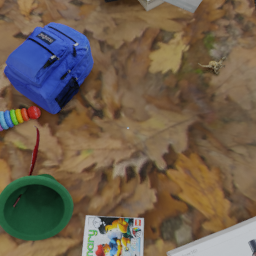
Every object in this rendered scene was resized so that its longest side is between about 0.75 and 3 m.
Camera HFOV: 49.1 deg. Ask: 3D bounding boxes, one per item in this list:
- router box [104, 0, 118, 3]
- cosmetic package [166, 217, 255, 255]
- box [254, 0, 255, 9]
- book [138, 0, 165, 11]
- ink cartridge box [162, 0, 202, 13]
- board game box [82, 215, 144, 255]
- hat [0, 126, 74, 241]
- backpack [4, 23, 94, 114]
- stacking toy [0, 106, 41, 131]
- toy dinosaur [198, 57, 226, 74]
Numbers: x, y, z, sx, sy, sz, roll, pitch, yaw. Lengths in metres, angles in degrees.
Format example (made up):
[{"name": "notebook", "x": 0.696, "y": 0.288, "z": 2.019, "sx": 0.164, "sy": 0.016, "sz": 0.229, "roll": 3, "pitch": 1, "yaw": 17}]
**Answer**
[{"name": "router box", "x": 0.397, "y": -5.223, "z": 8.644, "sx": 2.974, "sy": 0.924, "sz": 2.228, "roll": -14, "pitch": 65, "yaw": -7}, {"name": "cosmetic package", "x": 2.467, "y": 2.750, "z": 6.010, "sx": 2.993, "sy": 0.758, "sz": 1.236, "roll": -19, "pitch": 69, "yaw": -7}, {"name": "box", "x": 2.643, "y": -2.094, "z": 4.833, "sx": 0.598, "sy": 2.746, "sz": 2.200, "roll": -13, "pitch": 26, "yaw": 22}, {"name": "book", "x": 0.643, "y": -4.687, "z": 9.110, "sx": 1.123, "sy": 0.404, "sz": 1.681, "roll": -29, "pitch": 69, "yaw": -12}, {"name": "ink cartridge box", "x": 1.102, "y": -3.302, "z": 5.544, "sx": 1.822, "sy": 1.581, "sz": 0.397, "roll": 5, "pitch": 53, "yaw": -32}, {"name": "board game box", "x": -0.345, "y": 3.034, "z": 6.102, "sx": 1.334, "sy": 0.366, "sz": 2.113, "roll": 2, "pitch": 69, "yaw": 2}, {"name": "hat", "x": -2.088, "y": 1.392, "z": 6.806, "sx": 1.617, "sy": 1.719, "sz": 1.952, "roll": 28, "pitch": 104, "yaw": -18}, {"name": "backpack", "x": -1.877, "y": -1.683, "z": 7.217, "sx": 1.665, "sy": 1.719, "sz": 2.049, "roll": 35, "pitch": 71, "yaw": 9}, {"name": "stacking toy", "x": -2.940, "y": -0.273, "z": 7.334, "sx": 1.280, "sy": 0.546, "sz": 0.546, "roll": -15, "pitch": 70, "yaw": -11}, {"name": "toy dinosaur", "x": 2.475, "y": -1.781, "z": 8.072, "sx": 0.910, "sy": 0.265, "sz": 0.460, "roll": -19, "pitch": 54, "yaw": -15}]
